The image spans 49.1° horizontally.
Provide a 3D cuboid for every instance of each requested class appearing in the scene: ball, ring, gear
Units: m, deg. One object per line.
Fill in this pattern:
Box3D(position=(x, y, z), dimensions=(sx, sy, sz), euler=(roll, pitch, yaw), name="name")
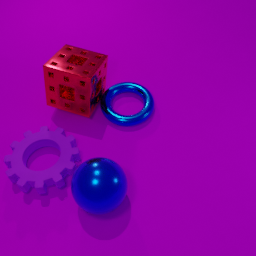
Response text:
Box3D(position=(-0.608, 1.224, 5.984), dimensions=(1.204, 1.204, 1.204), euler=(0, 56, 0), name="ball")
Box3D(position=(-0.017, -0.694, 7.832), dimensions=(1.521, 0.304, 1.521), euler=(0, 56, 0), name="ring")
Box3D(position=(-2.036, 0.721, 6.731), dimensions=(1.720, 0.318, 1.720), euler=(-1, 51, 1), name="gear")

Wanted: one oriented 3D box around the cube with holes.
Box3D(position=(-1.354, -1.268, 7.464), dimensions=(1.235, 1.235, 1.235), euler=(17, 44, 7), name="cube with holes")
